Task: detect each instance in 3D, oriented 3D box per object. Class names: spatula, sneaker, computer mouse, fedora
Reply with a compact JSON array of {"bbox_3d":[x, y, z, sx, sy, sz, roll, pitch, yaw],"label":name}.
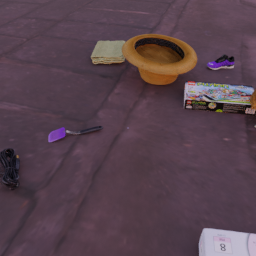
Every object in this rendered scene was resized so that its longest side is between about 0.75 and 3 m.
[{"bbox_3d":[-1.565,0.116,8.451,1.660,0.171,0.469,-8,40,-10],"label":"spatula"},{"bbox_3d":[3.890,-2.801,11.696,1.188,0.591,0.413,-6,40,-9],"label":"sneaker"},{"bbox_3d":[-3.961,1.144,6.893,2.467,0.541,1.353,-10,41,-12],"label":"computer mouse"},{"bbox_3d":[1.153,-2.562,10.913,2.991,1.220,2.991,3,43,-2],"label":"fedora"}]

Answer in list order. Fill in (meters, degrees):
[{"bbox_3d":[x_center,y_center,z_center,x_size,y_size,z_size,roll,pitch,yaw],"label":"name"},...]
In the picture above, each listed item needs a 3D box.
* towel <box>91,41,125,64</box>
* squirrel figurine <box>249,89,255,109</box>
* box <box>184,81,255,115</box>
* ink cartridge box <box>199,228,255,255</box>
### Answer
[{"bbox_3d":[-0.830,-3.438,12.664,1.506,0.370,2.030,1,40,3],"label":"towel"},{"bbox_3d":[5.107,-0.630,8.359,2.506,1.773,2.339,-18,55,-27],"label":"squirrel figurine"},{"bbox_3d":[3.147,-1.073,9.718,2.355,0.409,1.296,5,39,7],"label":"box"},{"bbox_3d":[2.279,2.979,4.631,1.998,0.701,2.458,5,35,6],"label":"ink cartridge box"}]
